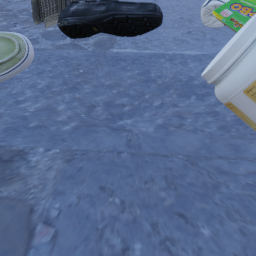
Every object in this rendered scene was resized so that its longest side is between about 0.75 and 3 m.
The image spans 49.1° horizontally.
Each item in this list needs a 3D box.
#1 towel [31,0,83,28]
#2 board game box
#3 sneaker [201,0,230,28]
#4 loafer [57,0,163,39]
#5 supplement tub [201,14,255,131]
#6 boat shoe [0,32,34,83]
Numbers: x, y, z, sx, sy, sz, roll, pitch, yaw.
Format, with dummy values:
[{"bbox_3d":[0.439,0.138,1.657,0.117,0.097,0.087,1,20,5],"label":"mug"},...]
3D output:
[{"bbox_3d":[-2.075,-4.172,9.139,2.247,2.164,0.388,-23,84,-18],"label":"towel"},{"bbox_3d":[3.080,-2.559,5.899,2.612,0.392,1.248,-32,63,-19],"label":"board game box"},{"bbox_3d":[3.355,-3.544,8.122,2.408,0.961,1.567,3,49,13],"label":"sneaker"},{"bbox_3d":[-0.414,-2.429,5.926,2.393,0.813,0.840,5,76,23],"label":"loafer"},{"bbox_3d":[2.015,-0.566,3.815,1.727,1.249,1.249,41,42,1],"label":"supplement tub"},{"bbox_3d":[-2.546,-1.010,4.146,2.187,0.787,0.678,-13,-4,-7],"label":"boat shoe"}]
